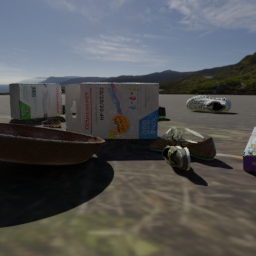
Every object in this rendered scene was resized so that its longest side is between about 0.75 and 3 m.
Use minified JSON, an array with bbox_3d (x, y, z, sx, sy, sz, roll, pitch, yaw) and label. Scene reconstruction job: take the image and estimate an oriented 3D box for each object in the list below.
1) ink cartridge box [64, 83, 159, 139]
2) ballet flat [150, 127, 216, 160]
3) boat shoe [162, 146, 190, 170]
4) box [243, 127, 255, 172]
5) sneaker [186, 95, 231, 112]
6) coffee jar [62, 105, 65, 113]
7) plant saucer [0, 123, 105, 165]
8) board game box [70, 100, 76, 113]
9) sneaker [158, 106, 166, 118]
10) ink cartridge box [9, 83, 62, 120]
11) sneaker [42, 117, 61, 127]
[{"bbox_3d":[-0.545,-0.525,8.302,2.799,1.611,0.949,0,9,-2],"label":"ink cartridge box"},{"bbox_3d":[1.198,0.300,6.300,1.639,0.593,0.556,8,11,43],"label":"ballet flat"},{"bbox_3d":[0.910,0.555,5.310,0.345,0.412,1.153,0,3,-2],"label":"boat shoe"},{"bbox_3d":[2.975,0.392,5.430,1.162,0.332,1.698,1,19,32],"label":"box"},{"bbox_3d":[4.641,-1.361,16.460,2.605,0.979,1.056,4,18,30],"label":"sneaker"},{"bbox_3d":[-3.812,-1.061,15.713,0.571,0.467,1.095,6,11,37],"label":"coffee jar"},{"bbox_3d":[-1.930,0.274,5.515,2.914,0.502,2.914,8,0,0],"label":"plant saucer"},{"bbox_3d":[-1.914,-1.305,16.221,1.893,0.825,2.566,5,10,32],"label":"board game box"},{"bbox_3d":[1.314,-0.723,12.946,0.555,0.606,1.445,9,12,29],"label":"sneaker"},{"bbox_3d":[-4.388,-1.318,13.489,0.953,1.651,2.261,7,10,40],"label":"ink cartridge box"},{"bbox_3d":[-2.923,-0.259,10.755,0.889,0.364,0.343,4,9,24],"label":"sneaker"}]
